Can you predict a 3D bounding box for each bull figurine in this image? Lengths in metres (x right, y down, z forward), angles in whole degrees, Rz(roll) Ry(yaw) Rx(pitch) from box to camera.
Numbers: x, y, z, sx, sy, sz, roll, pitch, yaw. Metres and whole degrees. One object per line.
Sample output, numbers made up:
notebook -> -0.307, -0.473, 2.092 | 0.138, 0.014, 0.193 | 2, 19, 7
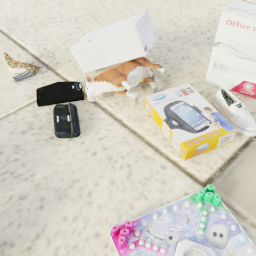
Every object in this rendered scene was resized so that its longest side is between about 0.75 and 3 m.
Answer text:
bull figurine -> -0.065, -1.693, 9.865 | 2.931, 0.955, 1.780 | -35, 54, -28

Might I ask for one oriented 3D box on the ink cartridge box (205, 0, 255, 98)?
ink cartridge box -> 3.988, -2.632, 9.506 | 2.018, 2.779, 1.158 | 23, 51, 20

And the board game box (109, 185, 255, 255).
board game box -> 1.452, 2.877, 6.042 | 2.936, 0.380, 2.936 | -18, 50, -16

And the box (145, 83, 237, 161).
box -> 1.780, -0.423, 8.908 | 1.735, 0.604, 2.914 | -19, 50, -16

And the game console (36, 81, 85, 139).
game console -> -2.224, -0.663, 9.374 | 1.624, 0.332, 2.754 | -10, 47, -9

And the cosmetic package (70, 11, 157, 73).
cosmetic package -> -0.510, -3.106, 10.286 | 2.780, 1.128, 1.569 | -11, 34, 29

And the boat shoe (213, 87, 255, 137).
boat shoe -> 3.452, -0.562, 9.042 | 0.719, 0.653, 1.956 | -22, 51, -19

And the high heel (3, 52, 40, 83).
high heel -> -4.140, -2.523, 10.883 | 1.098, 0.550, 1.540 | -28, 69, -15
